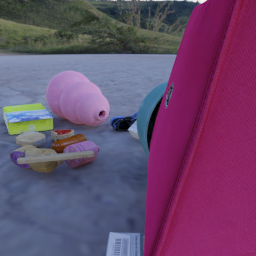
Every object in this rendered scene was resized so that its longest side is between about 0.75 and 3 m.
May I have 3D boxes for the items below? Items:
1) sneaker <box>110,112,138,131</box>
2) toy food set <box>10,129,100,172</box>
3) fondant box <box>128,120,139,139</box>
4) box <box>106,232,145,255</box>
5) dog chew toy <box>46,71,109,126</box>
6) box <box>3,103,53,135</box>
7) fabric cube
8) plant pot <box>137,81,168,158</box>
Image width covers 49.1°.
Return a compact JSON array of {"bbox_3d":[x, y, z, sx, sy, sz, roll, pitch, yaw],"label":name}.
[{"bbox_3d":[0.184,-0.163,8.146,1.358,0.476,0.529,-13,25,-18],"label":"sneaker"},{"bbox_3d":[-1.583,0.477,6.242,1.833,0.454,2.884,-4,11,-14],"label":"toy food set"},{"bbox_3d":[0.637,-0.141,7.350,1.080,0.315,0.779,-46,38,-18],"label":"fondant box"},{"bbox_3d":[0.523,1.590,2.860,1.552,0.320,1.210,0,18,2],"label":"box"},{"bbox_3d":[-1.477,-0.832,8.628,1.561,1.561,2.507,-14,30,-37],"label":"dog chew toy"},{"bbox_3d":[-3.033,-0.296,8.439,1.223,0.478,2.005,-9,20,-25],"label":"box"},{"bbox_3d":[1.672,0.130,3.068,2.581,2.532,2.573,15,20,1],"label":"fabric cube"},{"bbox_3d":[1.048,-0.076,5.565,1.960,1.960,1.573,-4,13,-13],"label":"plant pot"}]
